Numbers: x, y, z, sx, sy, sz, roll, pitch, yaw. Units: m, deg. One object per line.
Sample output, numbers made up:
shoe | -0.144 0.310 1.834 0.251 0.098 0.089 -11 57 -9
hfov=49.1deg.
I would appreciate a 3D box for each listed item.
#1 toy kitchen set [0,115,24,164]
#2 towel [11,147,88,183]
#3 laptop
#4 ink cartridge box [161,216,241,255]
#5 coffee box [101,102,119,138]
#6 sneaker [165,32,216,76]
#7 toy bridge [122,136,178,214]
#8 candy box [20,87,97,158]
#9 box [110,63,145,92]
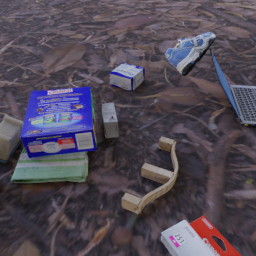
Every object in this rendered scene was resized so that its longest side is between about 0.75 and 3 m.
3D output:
toy kitchen set | -4.809 0.541 7.861 2.870 1.691 2.299 21 38 -6
towel | -2.131 0.591 8.457 2.008 0.308 2.632 -1 39 -1
laptop | 4.373 -1.501 10.031 2.879 1.669 2.696 4 38 5
ink cartridge box | 1.617 2.556 5.884 1.269 0.318 1.462 -20 42 -22
coffee box | -0.605 -0.274 9.276 0.454 0.651 1.138 -6 37 -6
sneaker | 2.325 -2.934 10.124 1.037 1.020 2.693 38 49 8
toy bridge | 0.811 1.253 7.515 0.922 0.373 2.742 17 41 20
candy box | -2.017 -0.274 8.569 1.981 0.902 2.343 -6 40 -4
box | -0.021 -2.151 11.731 1.065 0.607 1.157 19 42 24
